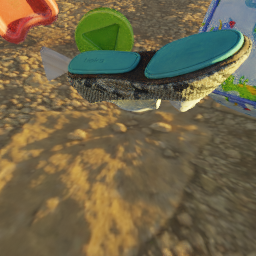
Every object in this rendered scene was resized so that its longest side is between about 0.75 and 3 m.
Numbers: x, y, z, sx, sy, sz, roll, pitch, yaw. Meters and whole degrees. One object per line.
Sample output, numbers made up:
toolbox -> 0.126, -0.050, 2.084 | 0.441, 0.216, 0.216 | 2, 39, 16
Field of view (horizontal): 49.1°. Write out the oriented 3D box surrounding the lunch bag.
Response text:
lunch bag -> 2.282, -1.522, 3.761 | 2.352, 2.926, 1.206 | 25, 5, 35

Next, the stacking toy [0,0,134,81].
stacking toy -> -0.881, -1.818, 4.171 | 2.049, 1.855, 0.866 | -13, 44, 16

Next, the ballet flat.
ballet flat -> 0.249, -0.497, 2.925 | 2.055, 0.774, 0.697 | 3, 49, 36
